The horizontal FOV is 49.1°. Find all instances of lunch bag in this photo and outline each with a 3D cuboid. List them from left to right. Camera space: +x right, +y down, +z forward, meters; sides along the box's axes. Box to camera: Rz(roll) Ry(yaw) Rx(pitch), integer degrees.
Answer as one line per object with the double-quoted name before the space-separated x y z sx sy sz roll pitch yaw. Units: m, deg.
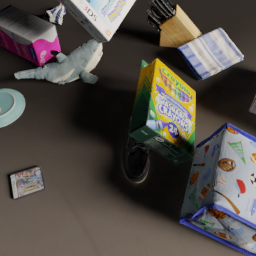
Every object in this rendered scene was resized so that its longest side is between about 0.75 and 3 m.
"lunch bag" 2.866 1.543 6.375 2.705 1.675 2.299 29 55 -6

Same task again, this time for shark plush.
"shark plush" -2.277 -2.226 9.390 2.914 1.214 1.324 -8 54 -6

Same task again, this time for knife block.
"knife block" 1.779 -3.919 10.163 2.248 1.973 0.719 8 55 6

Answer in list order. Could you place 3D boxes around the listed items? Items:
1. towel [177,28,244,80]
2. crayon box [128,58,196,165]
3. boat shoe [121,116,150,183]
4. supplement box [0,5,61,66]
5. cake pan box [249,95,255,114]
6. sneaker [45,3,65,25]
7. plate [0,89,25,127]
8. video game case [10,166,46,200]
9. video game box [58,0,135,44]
"towel" 2.987 -2.693 10.055 2.091 0.249 1.536 -28 78 -18
"crayon box" 1.083 -0.661 7.942 1.799 0.738 2.862 33 48 -28
"boat shoe" 0.224 0.432 7.773 0.794 0.686 2.187 3 54 2
"supplement box" -3.772 -3.418 10.306 2.277 1.152 1.177 28 58 19
"cake pan box" 5.316 -0.935 8.388 2.681 0.761 2.911 26 44 16
"sneaker" -3.082 -4.856 11.765 0.713 0.499 1.235 4 55 1
"plate" -4.148 -0.706 8.907 1.674 0.214 1.674 1 53 -1
"video game case" -2.646 1.436 7.403 0.818 0.104 0.739 -17 55 -12
"video game box" -0.816 -4.176 7.628 0.633 2.464 2.705 11 66 49
